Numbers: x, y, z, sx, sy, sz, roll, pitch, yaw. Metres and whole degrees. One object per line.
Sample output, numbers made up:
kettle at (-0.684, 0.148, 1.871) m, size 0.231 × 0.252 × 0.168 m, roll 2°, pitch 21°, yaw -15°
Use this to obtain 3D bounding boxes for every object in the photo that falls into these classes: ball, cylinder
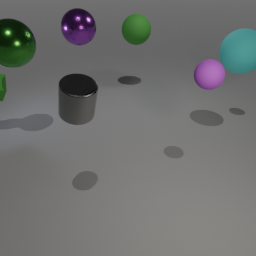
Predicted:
ball at (0.398, -4.700, 13.379) m, size 1.400 × 1.400 × 1.400 m, roll 0°, pitch 29°, yaw 0°
ball at (3.675, -2.459, 9.012) m, size 1.400 × 1.400 × 1.400 m, roll 0°, pitch 29°, yaw 0°
cylinder at (-0.939, -0.535, 5.225) m, size 0.700 × 0.700 × 0.700 m, roll 8°, pitch 44°, yaw -7°
ball at (-1.969, -4.016, 11.168) m, size 1.400 × 1.400 × 1.400 m, roll 0°, pitch 29°, yaw 0°
ball at (1.902, -1.252, 6.568) m, size 0.700 × 0.700 × 0.700 m, roll 0°, pitch 29°, yaw 0°
ball at (-3.453, -2.497, 8.296) m, size 1.400 × 1.400 × 1.400 m, roll 0°, pitch 29°, yaw 0°

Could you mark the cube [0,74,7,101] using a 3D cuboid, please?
cube at (-4.634, -1.411, 9.637) m, size 0.700 × 0.700 × 0.700 m, roll 1°, pitch 62°, yaw -34°
